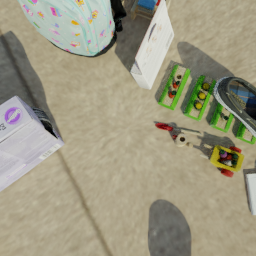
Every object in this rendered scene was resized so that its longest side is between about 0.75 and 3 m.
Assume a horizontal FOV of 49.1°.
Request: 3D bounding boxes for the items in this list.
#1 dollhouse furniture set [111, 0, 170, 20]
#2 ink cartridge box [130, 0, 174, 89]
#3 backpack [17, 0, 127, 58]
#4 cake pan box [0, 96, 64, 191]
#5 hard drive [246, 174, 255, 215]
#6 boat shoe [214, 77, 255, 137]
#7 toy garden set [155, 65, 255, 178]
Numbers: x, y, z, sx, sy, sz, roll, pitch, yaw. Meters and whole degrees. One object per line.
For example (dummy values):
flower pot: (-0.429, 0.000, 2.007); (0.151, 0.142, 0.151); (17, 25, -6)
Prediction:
dollhouse furniture set: (0.250, -3.957, 7.549); (1.966, 1.385, 1.377); (23, 79, 6)
ink cartridge box: (0.563, -2.076, 6.965); (0.391, 1.539, 1.747); (19, 77, 24)
backpack: (-1.332, -2.876, 6.573); (2.360, 2.828, 1.790); (17, 79, 3)
cake pan box: (-2.779, 0.622, 6.007); (2.682, 2.470, 0.702); (-37, 80, -6)
hard drive: (3.343, 1.635, 6.984); (0.650, 0.130, 0.986); (-4, 77, -1)
boat shoe: (3.117, -0.282, 6.481); (2.557, 0.724, 0.878); (36, 90, -1)
toy garden set: (2.045, -0.217, 7.172); (2.683, 0.535, 2.237); (24, 79, 5)
